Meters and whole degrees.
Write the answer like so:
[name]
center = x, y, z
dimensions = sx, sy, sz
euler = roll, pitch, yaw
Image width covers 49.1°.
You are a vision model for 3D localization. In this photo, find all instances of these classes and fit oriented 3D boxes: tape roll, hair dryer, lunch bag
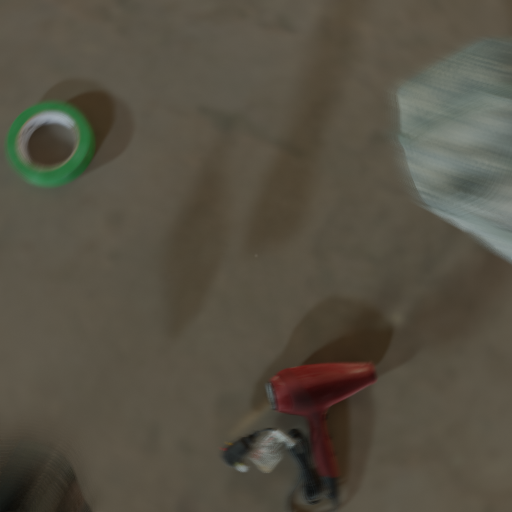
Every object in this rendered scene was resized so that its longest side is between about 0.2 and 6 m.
[tape roll]
center = -3.245, -1.766, 8.862
dimensions = 1.300, 0.312, 1.300
euler = 0, 79, -1
[hair dryer]
center = 0.822, 2.425, 8.026
dimensions = 1.838, 0.656, 2.413
euler = 40, 85, -11
[lunch bag]
center = 2.785, -0.965, 6.295
dimensions = 2.249, 1.567, 1.886
euler = 21, 65, -38

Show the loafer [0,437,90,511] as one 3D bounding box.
[loafer]
center = -1.915, 2.483, 5.170
dimensions = 0.874, 2.432, 0.765
euler = -35, 53, -21
